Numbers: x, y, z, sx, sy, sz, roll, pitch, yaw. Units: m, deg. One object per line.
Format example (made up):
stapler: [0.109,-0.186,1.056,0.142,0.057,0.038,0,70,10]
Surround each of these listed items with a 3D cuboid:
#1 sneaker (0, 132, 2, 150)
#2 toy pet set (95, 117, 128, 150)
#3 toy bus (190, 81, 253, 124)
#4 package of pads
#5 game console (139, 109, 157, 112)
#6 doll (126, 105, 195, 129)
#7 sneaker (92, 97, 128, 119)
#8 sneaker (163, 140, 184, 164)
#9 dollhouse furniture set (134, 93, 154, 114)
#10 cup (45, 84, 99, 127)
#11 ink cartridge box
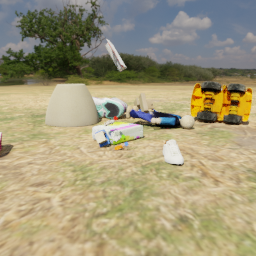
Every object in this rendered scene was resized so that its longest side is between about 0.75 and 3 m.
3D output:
sneaker: [-3.928,0.443,7.903,0.635,0.536,1.453,3,14,-20]
toy pet set: [-0.513,0.266,8.522,0.890,0.953,0.506,-23,-10,6]
toy bus: [4.500,-1.054,13.323,2.593,1.760,2.490,8,-3,25]
package of pads: [-0.362,0.139,9.561,1.127,0.498,1.459,10,15,42]
game console: [1.095,-0.925,15.987,1.038,0.720,1.216,-32,13,0]
doll: [1.359,-0.393,11.755,2.847,0.690,1.943,12,8,24]
sneaker: [-1.304,-1.121,14.774,2.941,1.143,2.057,15,14,21]
sneaker: [1.138,0.592,7.297,0.429,0.499,1.180,0,12,-9]
dollhouse furniture set: [1.043,-1.129,14.170,1.052,1.228,1.291,-3,-24,-15]
cup: [-2.543,-1.110,12.720,2.436,1.742,2.436,0,12,0]
ink cartridge box: [-0.445,-2.303,8.995,0.271,0.919,1.148,-30,3,10]
